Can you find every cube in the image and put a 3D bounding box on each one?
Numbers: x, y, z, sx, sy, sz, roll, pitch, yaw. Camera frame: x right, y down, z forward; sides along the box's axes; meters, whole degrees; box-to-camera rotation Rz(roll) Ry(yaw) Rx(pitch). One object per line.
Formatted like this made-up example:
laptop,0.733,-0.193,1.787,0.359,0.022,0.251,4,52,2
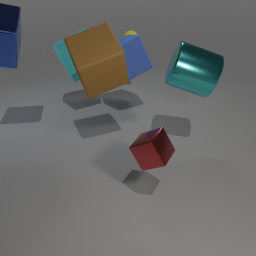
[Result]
cube,-0.075,-2.847,11.403,1.400,1.400,1.400,-30,24,-5
cube,0.592,0.505,6.738,0.700,0.700,0.700,-19,18,38
cube,-4.142,-2.902,8.719,1.400,1.400,1.400,4,54,-18
cube,-1.987,-2.913,11.424,1.400,1.400,1.400,-31,2,-7
cube,-0.921,-2.026,8.502,1.400,1.400,1.400,-23,61,-6

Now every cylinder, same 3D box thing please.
cylinder,2.051,-1.827,8.814,1.400,1.400,1.400,19,31,-3

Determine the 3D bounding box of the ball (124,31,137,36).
ball,0.134,-4.166,13.052,0.700,0.700,0.700,0,30,0
